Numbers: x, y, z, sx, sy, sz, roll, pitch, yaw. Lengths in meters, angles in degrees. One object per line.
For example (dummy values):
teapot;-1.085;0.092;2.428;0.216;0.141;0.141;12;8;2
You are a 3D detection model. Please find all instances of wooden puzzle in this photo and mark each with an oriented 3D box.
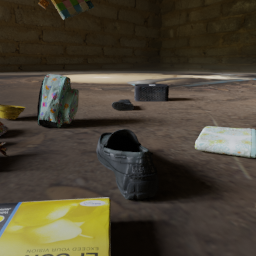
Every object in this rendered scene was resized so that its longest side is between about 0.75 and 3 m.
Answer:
wooden puzzle;-1.494;-3.336;7.086;1.626;0.964;0.114;-36;8;-27

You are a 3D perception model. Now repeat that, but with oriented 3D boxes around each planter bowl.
planter bowl;-4.909;-0.655;11.520;1.286;0.536;1.286;6;5;-1

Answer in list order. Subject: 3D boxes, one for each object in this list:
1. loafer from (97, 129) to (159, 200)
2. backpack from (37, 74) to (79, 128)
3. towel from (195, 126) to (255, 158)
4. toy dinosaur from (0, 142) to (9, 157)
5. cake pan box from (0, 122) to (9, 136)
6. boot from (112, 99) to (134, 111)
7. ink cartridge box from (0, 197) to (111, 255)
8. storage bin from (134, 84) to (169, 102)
loafer;-0.081;0.497;6.198;1.004;1.038;2.958;-4;15;-16
backpack;-2.611;-1.064;10.551;1.450;1.891;1.663;2;14;0
towel;2.853;0.364;8.022;1.552;0.437;1.814;3;14;23
toy dinosaur;-3.724;0.767;6.462;2.168;1.138;1.968;-30;8;31
cake pan box;-4.433;-0.066;9.156;0.774;0.220;0.840;40;12;-7
boot;-0.339;-1.211;13.999;1.100;0.438;1.334;8;17;-13
ink cartridge box;-1.259;1.555;3.276;2.142;0.509;2.167;-1;13;-4
storage bin;1.378;-2.118;16.642;1.959;0.918;1.324;-1;14;-1
